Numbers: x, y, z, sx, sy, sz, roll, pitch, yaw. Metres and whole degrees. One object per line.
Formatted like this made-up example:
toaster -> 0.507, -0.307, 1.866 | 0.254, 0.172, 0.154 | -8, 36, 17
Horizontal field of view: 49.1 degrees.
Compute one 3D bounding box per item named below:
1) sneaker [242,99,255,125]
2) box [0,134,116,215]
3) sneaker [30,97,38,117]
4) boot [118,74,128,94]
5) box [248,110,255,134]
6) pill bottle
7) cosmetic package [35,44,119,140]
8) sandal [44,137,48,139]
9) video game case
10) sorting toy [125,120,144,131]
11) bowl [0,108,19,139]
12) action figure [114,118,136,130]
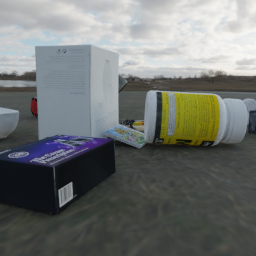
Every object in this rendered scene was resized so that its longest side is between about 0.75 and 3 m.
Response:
sneaker -> 4.907, -0.743, 12.332 | 2.833, 1.069, 1.612 | -1, 7, -43
box -> -1.213, 0.654, 4.805 | 1.350, 0.754, 1.913 | 1, 9, 22
sneaker -> -4.006, -0.947, 14.271 | 2.446, 0.970, 1.168 | 19, 14, 36
boot -> -1.257, -2.089, 12.718 | 1.949, 1.772, 0.707 | 44, 16, -8
box -> 4.767, -0.186, 9.588 | 0.570, 0.790, 1.065 | -8, 13, -37
pill bottle -> 1.805, -0.252, 7.859 | 2.613, 1.493, 1.493 | 3, 9, -1
cosmetic package -> -1.406, -1.022, 8.663 | 1.678, 2.730, 2.721 | 2, 10, 14
sandal -> -1.906, 0.425, 7.060 | 1.481, 0.423, 0.588 | -4, 10, -22
video game case -> 0.023, 0.216, 8.220 | 1.128, 0.137, 1.239 | 20, 16, 14
sorting toy -> 0.604, -0.160, 11.021 | 1.375, 0.271, 1.485 | -4, 11, -24
bowl -> -4.920, -0.117, 8.889 | 2.411, 0.900, 2.408 | 8, 12, 43
action figure -> -0.087, 0.015, 9.344 | 0.589, 0.506, 0.991 | 4, 26, 39
